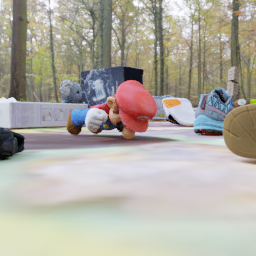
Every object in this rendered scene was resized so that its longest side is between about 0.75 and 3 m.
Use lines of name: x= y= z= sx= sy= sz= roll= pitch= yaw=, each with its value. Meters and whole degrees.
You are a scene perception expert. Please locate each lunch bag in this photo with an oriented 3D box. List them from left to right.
lunch bag: x=1.729 y=-1.010 z=14.396 sx=2.117 sy=1.346 sz=1.795 roll=6 pitch=2 yaw=-9

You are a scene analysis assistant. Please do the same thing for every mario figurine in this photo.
mario figurine: x=-0.247 y=-0.059 z=4.128 sx=1.669 sy=0.885 sz=1.031 roll=-13 pitch=28 yaw=50

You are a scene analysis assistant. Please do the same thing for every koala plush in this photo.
koala plush: x=-2.233 y=-1.035 z=11.059 sx=1.529 sy=1.663 sz=1.475 roll=1 pitch=3 yaw=15

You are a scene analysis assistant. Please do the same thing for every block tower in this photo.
block tower: x=4.312 y=-1.875 z=11.472 sx=0.339 sy=1.174 sz=0.317 roll=9 pitch=-4 yaw=-28

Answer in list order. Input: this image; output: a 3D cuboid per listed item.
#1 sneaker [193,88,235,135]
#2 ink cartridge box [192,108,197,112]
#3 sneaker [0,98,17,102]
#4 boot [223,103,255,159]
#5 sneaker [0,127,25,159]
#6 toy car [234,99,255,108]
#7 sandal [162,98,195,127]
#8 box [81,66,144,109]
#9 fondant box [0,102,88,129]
sneaker: x=1.795 y=-0.320 z=5.118 sx=0.686 sy=0.827 sz=1.731 roll=2 pitch=4 yaw=37
ink cartridge box: x=2.602 y=-0.511 z=11.201 sx=1.024 sy=0.601 sz=1.399 roll=1 pitch=5 yaw=7
sneaker: x=-4.038 y=-0.390 z=8.972 sx=1.050 sy=0.903 sz=2.481 roll=-32 pitch=23 yaw=-29
boot: x=1.543 y=0.018 z=1.897 sx=1.087 sy=0.509 sz=1.399 roll=-2 pitch=0 yaw=-39
sneaker: x=-1.053 y=0.098 z=2.099 sx=0.380 sy=0.329 sz=0.868 roll=5 pitch=3 yaw=1
toy car: x=3.690 y=-0.447 z=8.959 sx=0.891 sy=0.856 sz=1.085 roll=-6 pitch=12 yaw=19
sandal: x=1.571 y=-0.361 z=8.678 sx=0.904 sy=0.676 sz=2.361 roll=2 pitch=24 yaw=-3
box: x=-0.476 y=-0.888 z=8.278 sx=1.680 sy=1.652 sz=0.986 roll=2 pitch=5 yaw=37
fondant box: x=-2.449 y=-0.351 z=7.600 sx=1.616 sy=0.652 sz=2.239 roll=3 pitch=5 yaw=43
